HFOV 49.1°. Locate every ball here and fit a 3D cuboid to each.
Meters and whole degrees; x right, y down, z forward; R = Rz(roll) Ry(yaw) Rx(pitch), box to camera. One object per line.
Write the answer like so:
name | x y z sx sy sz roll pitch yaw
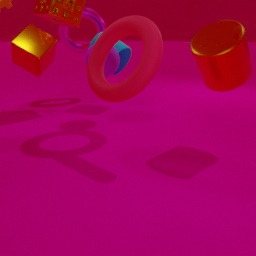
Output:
ball | -0.796 -2.138 8.809 1.072 1.072 1.072 0 19 0

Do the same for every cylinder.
cylinder | 2.141 -1.626 6.397 1.161 1.161 1.161 -17 48 20
cylinder | -0.688 -2.822 10.583 1.187 1.187 1.187 39 33 16

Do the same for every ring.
ring | -0.130 -1.521 6.146 1.995 1.995 0.399 17 -3 40
ring | -1.881 -4.016 11.659 1.984 1.984 0.397 -2 43 -7

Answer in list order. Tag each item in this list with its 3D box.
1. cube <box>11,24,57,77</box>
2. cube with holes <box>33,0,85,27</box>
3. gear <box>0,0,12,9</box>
cube | -3.248 -2.669 9.715 1.092 1.092 1.092 30 60 -4
cube with holes | -2.343 -4.271 9.634 1.167 1.167 1.167 9 9 -46
gear | -3.138 -3.244 6.452 1.318 1.318 0.244 -21 72 -47
